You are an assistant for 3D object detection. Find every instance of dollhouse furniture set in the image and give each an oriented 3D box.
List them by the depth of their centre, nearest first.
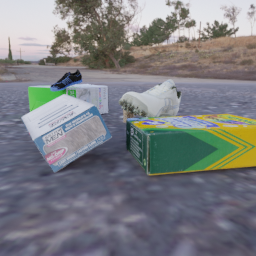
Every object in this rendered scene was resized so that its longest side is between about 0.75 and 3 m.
[{"bbox_3d":[0.437,-0.416,8.455,1.139,0.556,0.971,8,15,35],"label":"dollhouse furniture set"}]

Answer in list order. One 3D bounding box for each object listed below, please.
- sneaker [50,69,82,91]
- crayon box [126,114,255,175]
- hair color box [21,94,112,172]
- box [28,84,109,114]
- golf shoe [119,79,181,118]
[{"bbox_3d":[-1.946,-1.490,8.711,1.071,0.417,0.375,-26,36,-23],"label":"sneaker"},{"bbox_3d":[1.395,0.186,5.027,2.617,0.675,1.645,-2,10,-11],"label":"crayon box"},{"bbox_3d":[-1.255,-0.033,5.207,1.090,0.660,2.179,-32,22,-16],"label":"hair color box"},{"bbox_3d":[-2.196,-1.071,10.400,2.251,1.088,1.986,8,13,38],"label":"box"},{"bbox_3d":[0.624,-0.712,6.697,0.940,1.168,2.402,28,7,25],"label":"golf shoe"}]
